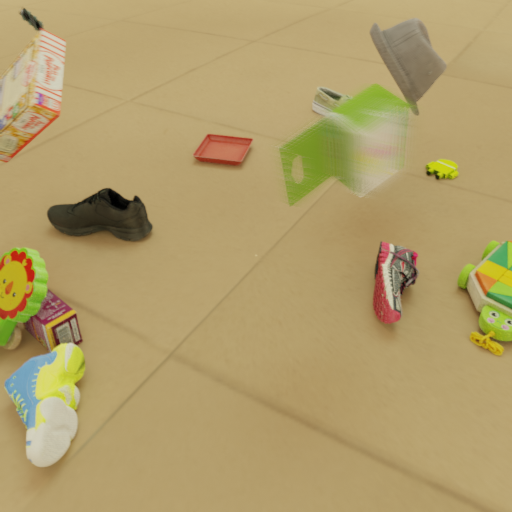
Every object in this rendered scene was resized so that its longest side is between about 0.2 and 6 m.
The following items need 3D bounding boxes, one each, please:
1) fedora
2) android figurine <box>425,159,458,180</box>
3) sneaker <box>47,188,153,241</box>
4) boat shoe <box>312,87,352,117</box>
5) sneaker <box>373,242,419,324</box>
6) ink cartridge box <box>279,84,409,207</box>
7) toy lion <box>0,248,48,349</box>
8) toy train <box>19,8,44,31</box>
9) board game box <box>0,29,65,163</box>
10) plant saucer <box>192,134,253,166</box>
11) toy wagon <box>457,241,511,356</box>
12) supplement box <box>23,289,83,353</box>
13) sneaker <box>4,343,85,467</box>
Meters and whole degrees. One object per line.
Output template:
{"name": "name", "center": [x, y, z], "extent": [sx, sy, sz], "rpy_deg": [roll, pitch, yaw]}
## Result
{"name": "fedora", "center": [3.147, -3.937, 11.251], "extent": [0.994, 2.202, 1.948], "rpy_deg": [-28, 64, 21]}
{"name": "android figurine", "center": [4.684, -2.176, 14.064], "extent": [0.880, 0.181, 0.801], "rpy_deg": [-31, 47, -32]}
{"name": "sneaker", "center": [-3.337, -0.984, 11.850], "extent": [2.281, 1.035, 0.866], "rpy_deg": [3, 40, 6]}
{"name": "boat shoe", "center": [2.574, -4.354, 16.429], "extent": [2.249, 0.697, 0.809], "rpy_deg": [27, 46, 30]}
{"name": "sneaker", "center": [2.575, 0.421, 10.214], "extent": [0.770, 0.832, 2.063], "rpy_deg": [10, 38, 9]}
{"name": "ink cartridge box", "center": [1.197, -1.319, 7.543], "extent": [1.661, 1.228, 0.629], "rpy_deg": [-36, 57, -14]}
{"name": "toy lion", "center": [-4.204, 0.573, 9.374], "extent": [1.759, 1.686, 0.604], "rpy_deg": [32, 6, 35]}
{"name": "toy train", "center": [-4.619, -4.854, 11.511], "extent": [0.232, 0.544, 0.310], "rpy_deg": [-48, 45, 5]}
{"name": "board game box", "center": [-4.172, -2.803, 10.025], "extent": [0.480, 2.071, 1.569], "rpy_deg": [17, 63, -43]}
{"name": "plant saucer", "center": [-0.853, -2.776, 14.784], "extent": [1.330, 0.244, 1.332], "rpy_deg": [8, 38, 11]}
{"name": "toy wagon", "center": [4.829, 0.717, 10.023], "extent": [2.278, 0.581, 2.936], "rpy_deg": [30, 47, 33]}
{"name": "supplement box", "center": [-3.494, 1.086, 9.462], "extent": [1.071, 0.701, 0.553], "rpy_deg": [30, 46, 31]}
{"name": "sneaker", "center": [-3.175, 2.197, 8.154], "extent": [1.066, 0.769, 2.029], "rpy_deg": [-14, 34, 8]}
